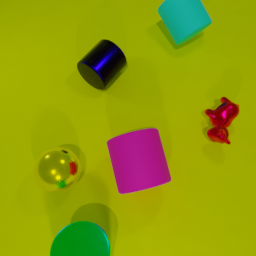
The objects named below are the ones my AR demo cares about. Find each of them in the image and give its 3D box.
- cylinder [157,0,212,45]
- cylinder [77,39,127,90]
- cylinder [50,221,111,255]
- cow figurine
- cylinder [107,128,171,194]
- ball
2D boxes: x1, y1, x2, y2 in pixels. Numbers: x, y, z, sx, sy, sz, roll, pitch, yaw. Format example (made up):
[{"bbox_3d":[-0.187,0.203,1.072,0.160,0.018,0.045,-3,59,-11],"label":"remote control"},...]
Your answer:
[{"bbox_3d":[1.707,-3.373,8.470,1.221,1.221,1.221,-32,94,-14],"label":"cylinder"},{"bbox_3d":[-0.763,-1.860,8.264,1.075,1.075,1.075,34,69,15],"label":"cylinder"},{"bbox_3d":[-0.951,2.746,5.914,1.191,1.191,1.191,1,51,-2],"label":"cylinder"},{"bbox_3d":[2.532,-0.172,7.371,1.192,0.654,1.172,-40,37,5],"label":"cow figurine"},{"bbox_3d":[0.256,0.791,6.735,1.298,1.298,1.298,-13,81,-6],"label":"cylinder"},{"bbox_3d":[-1.731,1.026,6.883,1.127,1.127,1.127,0,65,0],"label":"ball"}]
